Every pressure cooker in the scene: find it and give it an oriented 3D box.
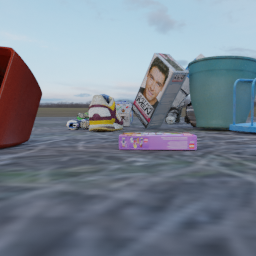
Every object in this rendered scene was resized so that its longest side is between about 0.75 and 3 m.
[{"bbox_3d":[2.932,-0.623,10.897,1.274,1.294,1.448,13,1,-9],"label":"pressure cooker"}]

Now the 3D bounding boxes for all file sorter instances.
[{"bbox_3d":[4.177,-0.616,7.269,1.668,1.474,2.403,-5,7,-32],"label":"file sorter"}]

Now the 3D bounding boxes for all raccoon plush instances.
[{"bbox_3d":[2.293,-0.540,15.467,1.246,1.726,2.576,17,41,21],"label":"raccoon plush"}]

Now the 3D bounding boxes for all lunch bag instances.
[{"bbox_3d":[-0.433,-0.759,13.983,1.477,1.184,0.558,-1,4,-11],"label":"lunch bag"}]

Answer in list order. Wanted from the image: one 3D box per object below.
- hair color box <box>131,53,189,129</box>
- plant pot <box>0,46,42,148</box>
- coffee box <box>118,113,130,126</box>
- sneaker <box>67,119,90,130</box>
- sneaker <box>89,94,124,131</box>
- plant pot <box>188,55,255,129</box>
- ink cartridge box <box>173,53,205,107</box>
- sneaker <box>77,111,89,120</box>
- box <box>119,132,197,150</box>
[{"bbox_3d":[1.006,-1.223,9.555,0.712,2.348,1.162,-6,45,-35],"label":"hair color box"},{"bbox_3d":[-2.295,-0.433,4.668,1.492,1.490,1.315,11,-8,17],"label":"plant pot"},{"bbox_3d":[-0.623,-0.355,12.013,1.427,0.570,0.807,0,3,3],"label":"coffee box"},{"bbox_3d":[-1.579,-0.090,9.422,0.941,0.379,0.689,4,12,-2],"label":"sneaker"},{"bbox_3d":[-0.672,-0.521,9.295,0.975,1.172,2.602,0,3,3],"label":"sneaker"},{"bbox_3d":[3.066,-1.016,9.121,2.262,2.125,2.262,2,-1,0],"label":"plant pot"},{"bbox_3d":[2.546,-1.979,11.767,1.403,0.817,1.941,-44,-6,-44],"label":"ink cartridge box"},{"bbox_3d":[-2.088,-0.769,16.433,2.270,0.967,0.886,1,3,36],"label":"sneaker"},{"bbox_3d":[0.457,0.196,4.472,1.151,0.225,0.788,0,3,3],"label":"box"}]
